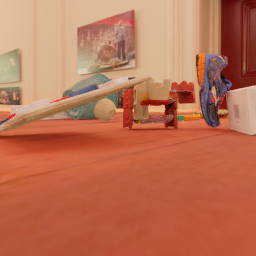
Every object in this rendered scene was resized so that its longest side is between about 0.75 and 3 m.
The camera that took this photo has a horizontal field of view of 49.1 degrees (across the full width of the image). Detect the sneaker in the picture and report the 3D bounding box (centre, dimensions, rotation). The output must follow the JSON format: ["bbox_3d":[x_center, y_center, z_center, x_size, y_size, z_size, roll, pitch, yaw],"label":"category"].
[{"bbox_3d":[2.153,-0.876,6.908,0.788,2.008,0.756,-6,33,16],"label":"sneaker"}]

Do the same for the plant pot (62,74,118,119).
[{"bbox_3d":[-1.866,-1.298,12.915,2.073,2.073,1.948,4,21,40],"label":"plant pot"}]

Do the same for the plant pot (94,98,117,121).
[{"bbox_3d":[-0.754,-0.614,10.481,0.849,0.849,0.570,-4,26,-41],"label":"plant pot"}]

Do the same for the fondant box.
[{"bbox_3d":[-4.146,-0.739,13.077,2.229,0.649,1.608,4,6,36],"label":"fondant box"}]

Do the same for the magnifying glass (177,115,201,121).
[{"bbox_3d":[2.041,-0.402,11.575,2.401,0.269,0.956,-5,6,-30],"label":"magnifying glass"}]

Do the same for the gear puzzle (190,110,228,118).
[{"bbox_3d":[4.305,-0.652,14.271,2.958,0.387,1.532,-8,10,-41],"label":"gear puzzle"}]

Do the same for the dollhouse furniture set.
[{"bbox_3d":[0.713,-0.454,6.360,1.293,0.977,2.402,0,2,-12],"label":"dollhouse furniture set"}]

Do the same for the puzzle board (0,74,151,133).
[{"bbox_3d":[-1.172,-0.396,4.924,2.054,0.237,2.725,-24,8,-32],"label":"puzzle board"}]

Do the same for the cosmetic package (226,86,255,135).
[{"bbox_3d":[3.271,-0.506,6.298,1.643,1.010,1.637,-7,4,5],"label":"cosmetic package"}]
